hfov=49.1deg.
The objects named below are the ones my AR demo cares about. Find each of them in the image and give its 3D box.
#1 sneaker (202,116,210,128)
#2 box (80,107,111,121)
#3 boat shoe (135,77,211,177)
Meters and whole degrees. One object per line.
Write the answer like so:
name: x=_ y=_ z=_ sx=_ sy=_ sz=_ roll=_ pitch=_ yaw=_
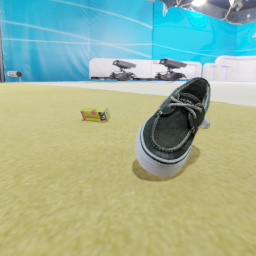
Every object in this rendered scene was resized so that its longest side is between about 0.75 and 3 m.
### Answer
sneaker: x=2.319 y=-0.345 z=8.877 sx=0.308 sy=0.858 sz=0.311 roll=-35 pitch=-35 yaw=20
box: x=-1.162 y=-0.496 z=9.966 sx=1.083 sy=0.408 sz=0.271 roll=6 pitch=38 yaw=29
boat shoe: x=0.966 y=-0.266 z=5.526 sx=1.050 sy=1.033 sz=2.912 roll=26 pitch=38 yaw=6
